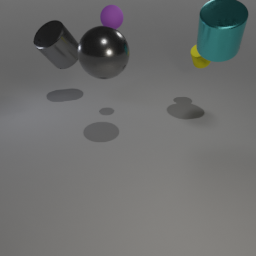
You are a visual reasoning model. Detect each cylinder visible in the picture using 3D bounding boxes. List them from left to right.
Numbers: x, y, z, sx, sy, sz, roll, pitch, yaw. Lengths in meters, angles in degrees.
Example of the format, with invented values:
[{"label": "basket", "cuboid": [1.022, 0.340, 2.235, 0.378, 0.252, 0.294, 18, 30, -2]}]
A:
[{"label": "cylinder", "cuboid": [-2.835, -3.357, 11.390, 1.400, 1.400, 1.400, -10, 63, 20]}, {"label": "cylinder", "cuboid": [2.883, -2.846, 11.089, 0.700, 0.700, 0.700, -11, 59, 18]}, {"label": "cylinder", "cuboid": [2.938, -3.084, 8.900, 1.400, 1.400, 1.400, -4, 59, 7]}]

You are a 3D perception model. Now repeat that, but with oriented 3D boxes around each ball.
[{"label": "ball", "cuboid": [-0.655, -2.023, 7.569, 1.400, 1.400, 1.400, 0, 30, 0]}, {"label": "ball", "cuboid": [-0.486, -3.334, 8.442, 0.700, 0.700, 0.700, 0, 30, 0]}]
